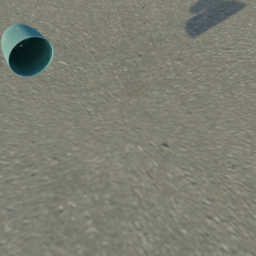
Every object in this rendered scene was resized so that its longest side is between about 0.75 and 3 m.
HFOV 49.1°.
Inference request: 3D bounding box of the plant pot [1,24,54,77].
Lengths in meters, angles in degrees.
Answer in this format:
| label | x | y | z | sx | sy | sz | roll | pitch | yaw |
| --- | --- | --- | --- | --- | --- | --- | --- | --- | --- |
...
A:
| label | x | y | z | sx | sy | sz | roll | pitch | yaw |
| --- | --- | --- | --- | --- | --- | --- | --- | --- | --- |
| plant pot | -2.553 | -1.987 | 6.878 | 1.135 | 1.135 | 0.910 | -32 | 63 | -17 |
